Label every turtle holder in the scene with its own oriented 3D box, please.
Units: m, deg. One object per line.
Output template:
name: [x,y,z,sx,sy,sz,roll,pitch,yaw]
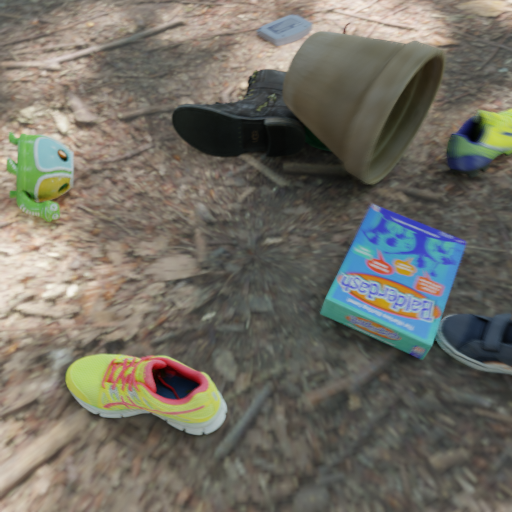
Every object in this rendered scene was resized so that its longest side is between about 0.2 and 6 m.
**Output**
turtle holder: [-3.650,-1.405,9.515,1.042,1.115,1.467,1,37,-20]

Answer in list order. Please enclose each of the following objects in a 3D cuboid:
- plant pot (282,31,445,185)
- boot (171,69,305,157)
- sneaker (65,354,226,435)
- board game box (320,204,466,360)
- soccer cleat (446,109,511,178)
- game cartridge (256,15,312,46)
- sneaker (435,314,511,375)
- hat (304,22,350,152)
plant pot: [1.699,-2.768,9.644,2.098,2.418,2.418,34,56,21]
boot: [-0.121,-2.990,11.168,2.775,0.961,2.416,9,45,-1]
sneaker: [-1.407,1.537,6.968,2.112,0.954,0.825,8,50,9]
board game box: [2.050,0.306,8.246,1.552,0.459,2.041,23,55,11]
soccer cleat: [4.371,-2.315,10.327,2.373,0.992,0.767,-34,34,-26]
game cartridge: [0.740,-5.560,13.824,1.263,0.258,0.841,-32,52,-25]
sneaker: [3.499,1.159,7.395,2.123,0.843,0.833,19,53,19]
hat: [1.496,-3.169,10.741,1.513,1.607,1.826,-18,51,-15]
